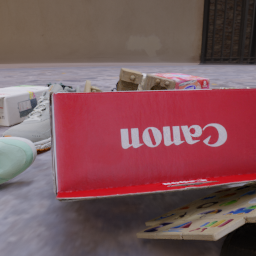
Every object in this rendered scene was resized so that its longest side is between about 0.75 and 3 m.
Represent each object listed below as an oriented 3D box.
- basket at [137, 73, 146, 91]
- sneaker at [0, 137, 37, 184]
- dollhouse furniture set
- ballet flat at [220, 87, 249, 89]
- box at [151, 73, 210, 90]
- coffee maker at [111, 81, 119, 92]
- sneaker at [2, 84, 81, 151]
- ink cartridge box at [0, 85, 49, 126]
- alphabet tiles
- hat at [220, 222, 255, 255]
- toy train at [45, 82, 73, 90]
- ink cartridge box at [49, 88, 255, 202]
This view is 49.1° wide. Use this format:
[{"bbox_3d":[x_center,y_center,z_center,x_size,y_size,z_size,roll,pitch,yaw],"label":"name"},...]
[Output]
[{"bbox_3d":[0.281,-1.479,10.888,1.023,1.125,1.659,-6,16,-6],"label":"basket"},{"bbox_3d":[-2.189,0.688,3.739,1.959,0.721,1.155,-16,14,-18],"label":"sneaker"},{"bbox_3d":[-0.031,-0.196,5.624,1.890,1.797,1.540,12,18,-12],"label":"dollhouse furniture set"},{"bbox_3d":[4.302,-1.303,10.728,2.023,0.765,0.647,11,49,33],"label":"ballet flat"},{"bbox_3d":[1.717,-1.275,9.962,1.268,1.169,2.470,-4,16,-14],"label":"box"},{"bbox_3d":[0.128,-1.826,12.876,1.289,0.868,1.238,18,64,50],"label":"coffee maker"},{"bbox_3d":[-1.895,-0.346,6.490,1.035,1.257,2.734,4,16,17],"label":"sneaker"},{"bbox_3d":[-3.570,-0.700,8.461,1.507,0.866,2.573,8,17,26],"label":"ink cartridge box"},{"bbox_3d":[1.248,0.768,3.013,2.204,0.070,1.834,-11,-12,-33],"label":"alphabet tiles"},{"bbox_3d":[1.787,1.030,2.425,2.013,0.812,2.013,-1,15,0],"label":"hat"},{"bbox_3d":[-3.272,-1.826,13.220,1.350,0.575,0.769,7,5,31],"label":"toy train"},{"bbox_3d":[0.403,0.149,3.604,2.662,1.116,2.337,-3,-6,-14],"label":"ink cartridge box"}]
